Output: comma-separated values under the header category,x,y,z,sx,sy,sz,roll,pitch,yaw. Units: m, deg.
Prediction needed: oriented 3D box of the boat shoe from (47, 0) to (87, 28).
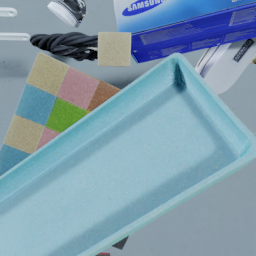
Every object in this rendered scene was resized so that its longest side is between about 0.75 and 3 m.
category,x,y,z,sx,sy,sz,roll,pitch,yaw
boat shoe,-1.341,-2.872,6.765,0.717,0.678,2.000,38,13,-9

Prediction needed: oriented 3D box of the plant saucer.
category,x,y,z,sx,sy,sz,roll,pitch,yaw
plant saucer,-0.649,0.642,2.044,2.995,0.284,1.047,-35,45,11

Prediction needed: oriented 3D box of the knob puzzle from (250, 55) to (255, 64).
category,x,y,z,sx,sy,sz,roll,pitch,yaw
knob puzzle,3.528,-1.970,5.392,0.302,2.176,2.176,50,57,-14

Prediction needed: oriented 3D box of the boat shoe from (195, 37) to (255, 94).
category,x,y,z,sx,sy,sz,roll,pitch,yaw
boat shoe,2.369,-1.938,5.707,0.978,2.719,0.894,21,26,-26

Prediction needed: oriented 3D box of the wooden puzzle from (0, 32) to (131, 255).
category,x,y,z,sx,sy,sz,roll,pitch,yaw
wooden puzzle,-0.512,0.354,3.209,1.751,2.953,0.207,24,7,-9

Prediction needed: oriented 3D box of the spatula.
category,x,y,z,sx,sy,sz,roll,pitch,yaw
spatula,-3.466,-2.295,5.446,2.726,1.896,0.219,-1,61,-6

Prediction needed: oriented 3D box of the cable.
category,x,y,z,sx,sy,sz,roll,pitch,yaw
cable,-1.210,-1.636,5.728,1.853,0.471,1.511,12,14,35

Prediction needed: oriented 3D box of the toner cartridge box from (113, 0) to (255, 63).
category,x,y,z,sx,sy,sz,roll,pitch,yaw
toner cartridge box,1.399,-1.785,4.319,2.978,1.414,0.643,-10,84,12
